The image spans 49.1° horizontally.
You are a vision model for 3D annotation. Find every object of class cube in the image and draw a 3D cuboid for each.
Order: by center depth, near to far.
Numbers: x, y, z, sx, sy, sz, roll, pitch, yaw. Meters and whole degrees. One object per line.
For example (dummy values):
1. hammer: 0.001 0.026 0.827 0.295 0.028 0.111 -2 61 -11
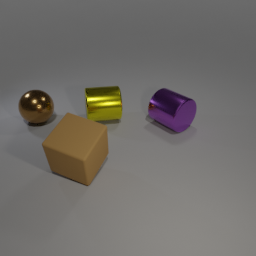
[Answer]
1. cube: -1.531 0.635 8.576 1.400 1.400 1.400 19 51 15

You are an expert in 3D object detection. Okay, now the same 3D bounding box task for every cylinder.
1. cylinder: 1.764 -0.728 11.196 1.400 1.400 1.400 -25 40 -34
2. cylinder: -1.030 -0.992 11.500 1.400 1.400 1.400 -5 33 -10

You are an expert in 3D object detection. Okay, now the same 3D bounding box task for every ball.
1. ball: -3.737 -0.868 11.442 1.400 1.400 1.400 0 32 0
